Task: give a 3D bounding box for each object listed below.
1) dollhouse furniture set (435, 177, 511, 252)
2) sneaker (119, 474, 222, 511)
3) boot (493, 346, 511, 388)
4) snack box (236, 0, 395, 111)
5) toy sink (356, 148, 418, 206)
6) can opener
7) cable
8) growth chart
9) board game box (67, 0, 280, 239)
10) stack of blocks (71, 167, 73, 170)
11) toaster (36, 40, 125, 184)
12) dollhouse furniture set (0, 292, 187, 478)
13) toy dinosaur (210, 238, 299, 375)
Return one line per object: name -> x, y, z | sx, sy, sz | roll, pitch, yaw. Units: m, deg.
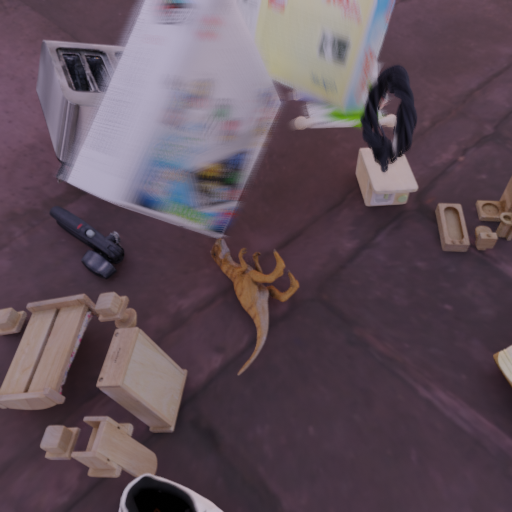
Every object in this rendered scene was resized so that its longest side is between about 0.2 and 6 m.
dollhouse furniture set -> 4.153, -0.879, 10.298 | 1.332, 1.086, 1.267 | 2, 53, 2
sneaker -> -0.499, 3.706, 6.799 | 2.985, 1.194, 1.100 | 24, 54, 14
boot -> 4.777, 1.921, 7.877 | 1.811, 0.844, 2.342 | -37, 51, 15
snack box -> 0.561, -3.645, 8.758 | 2.993, 1.739, 0.555 | 33, 37, 28
toy sink -> 2.525, -1.450, 10.959 | 0.853, 0.733, 1.309 | -5, 48, -4
can opener -> -3.121, -0.376, 10.217 | 1.953, 0.619, 0.768 | 37, 62, 24
cable -> 1.746, -1.938, 7.519 | 0.367, 1.180, 1.446 | 1, 59, -8
growth chart -> 1.300, -3.930, 10.147 | 2.482, 3.430, 0.304 | -13, 10, -21
board game box -> -0.775, -1.753, 7.885 | 0.743, 4.293, 2.710 | 24, 91, 11
stack of blocks -> -3.409, -2.329, 11.826 | 0.758, 0.386, 1.316 | 0, 52, 0
toaster -> -2.890, -2.959, 11.132 | 2.477, 1.625, 2.739 | -7, 54, -29
dollhouse furniture set -> -2.800, 2.081, 8.473 | 3.044, 1.487, 2.596 | -9, 49, 23
toy dinosaur -> 0.021, 0.705, 9.484 | 1.391, 0.791, 2.620 | -32, 51, 8
